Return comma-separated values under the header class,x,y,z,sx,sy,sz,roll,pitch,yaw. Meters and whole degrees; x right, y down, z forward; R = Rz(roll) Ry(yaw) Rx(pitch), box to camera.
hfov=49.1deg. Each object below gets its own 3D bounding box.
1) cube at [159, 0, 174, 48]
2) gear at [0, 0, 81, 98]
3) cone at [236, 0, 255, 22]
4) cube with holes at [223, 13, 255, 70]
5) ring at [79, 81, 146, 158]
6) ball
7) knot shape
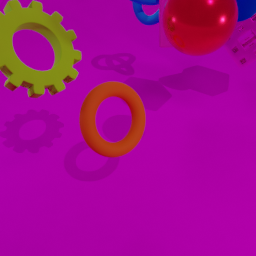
class,x,y,z,sx,sy,sz,roll,pitch,yaw
cube,1.615,-2.815,7.310,1.295,1.295,1.295,6,21,23
gear,-1.868,-1.575,5.635,0.349,1.885,1.885,-13,23,51
cone,3.109,-3.562,7.871,1.144,1.144,1.148,14,21,15
cube with holes,3.723,-2.927,8.893,1.318,1.318,1.318,-35,16,27
ring,-0.281,-0.174,5.879,1.598,1.598,0.320,-32,21,-30
ball,1.258,-1.943,4.972,1.293,1.293,1.293,0,43,0
knot shape,0.688,-4.408,8.852,1.956,0.904,1.830,40,84,2
